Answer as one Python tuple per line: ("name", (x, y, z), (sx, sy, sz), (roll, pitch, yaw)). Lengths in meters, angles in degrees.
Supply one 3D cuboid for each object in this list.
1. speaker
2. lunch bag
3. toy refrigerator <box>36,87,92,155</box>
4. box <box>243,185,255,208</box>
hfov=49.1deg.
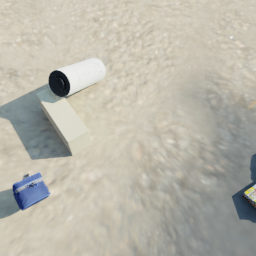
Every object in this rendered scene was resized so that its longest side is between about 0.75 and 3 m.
("speaker", (-1.447, -1.530, 8.277), (0.781, 0.781, 1.923), (25, 32, 16))
("lunch bag", (-2.225, 1.398, 6.342), (0.687, 1.011, 0.669), (-26, 81, -30))
("toy refrigerator", (-1.793, -0.266, 7.915), (0.693, 0.752, 1.981), (-31, 60, -18))
("box", (3.453, 1.626, 6.876), (1.000, 0.188, 0.683), (-27, 45, -17))
